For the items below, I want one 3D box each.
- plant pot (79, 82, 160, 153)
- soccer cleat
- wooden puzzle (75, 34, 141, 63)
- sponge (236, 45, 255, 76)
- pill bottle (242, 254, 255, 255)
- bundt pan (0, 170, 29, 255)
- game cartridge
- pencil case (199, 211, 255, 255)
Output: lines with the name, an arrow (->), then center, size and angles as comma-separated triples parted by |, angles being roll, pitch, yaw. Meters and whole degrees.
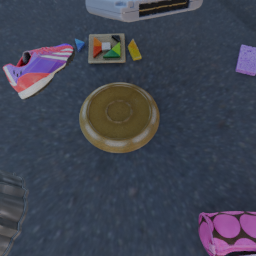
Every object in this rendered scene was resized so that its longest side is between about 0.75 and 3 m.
plant pot -> -0.261, -0.443, 8.447 | 2.456, 0.337, 2.456 | 0, 62, 0
soccer cleat -> -1.755, -1.410, 5.848 | 0.692, 0.743, 2.030 | -15, 32, 31
wooden puzzle -> -0.715, -2.812, 9.729 | 2.195, 0.257, 1.480 | -8, 63, -4
sponge -> 4.073, -2.313, 9.511 | 0.635, 0.170, 1.138 | 17, 63, 9
pill bottle -> 2.955, 3.630, 5.947 | 0.969, 0.969, 1.727 | -3, 64, -2
bundt pan -> -1.802, 1.030, 3.282 | 1.286, 0.483, 1.286 | -21, 49, 26
game cartridge -> 0.414, -3.557, 7.907 | 2.933, 0.594, 1.956 | -23, 41, -30
pencil case -> 2.914, 2.471, 6.425 | 2.444, 1.109, 1.145 | -2, 30, 2
